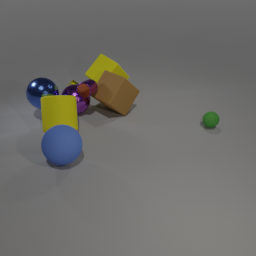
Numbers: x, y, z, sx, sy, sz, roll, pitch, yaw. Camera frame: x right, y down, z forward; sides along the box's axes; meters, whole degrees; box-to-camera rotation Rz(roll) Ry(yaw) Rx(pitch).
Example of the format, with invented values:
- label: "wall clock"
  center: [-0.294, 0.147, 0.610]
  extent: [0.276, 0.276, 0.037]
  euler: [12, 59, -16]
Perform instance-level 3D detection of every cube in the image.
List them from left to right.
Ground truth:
- label: "cube"
  center: [-1.086, -2.749, 14.715]
  extent: [1.400, 1.400, 1.400]
  euler: [38, 90, 33]
- label: "cube"
  center: [-0.600, -1.637, 13.140]
  extent: [1.400, 1.400, 1.400]
  euler: [28, -3, 38]

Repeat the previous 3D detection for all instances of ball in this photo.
- label: "ball"
  center: [-3.774, -1.529, 12.389]
  extent: [1.400, 1.400, 1.400]
  euler: [0, 31, 0]
- label: "ball"
  center: [-2.290, 0.580, 9.737]
  extent: [1.400, 1.400, 1.400]
  euler: [0, 31, 0]
- label: "ball"
  center: [-2.470, -1.345, 13.170]
  extent: [1.400, 1.400, 1.400]
  euler: [0, 31, 0]
- label: "ball"
  center: [3.598, -0.368, 12.132]
  extent: [0.700, 0.700, 0.700]
  euler: [0, 31, 0]

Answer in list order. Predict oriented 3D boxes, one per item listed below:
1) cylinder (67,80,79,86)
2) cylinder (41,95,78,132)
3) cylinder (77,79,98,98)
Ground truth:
- label: "cylinder"
  center: [-2.840, -2.088, 14.865]
  extent: [0.700, 0.700, 0.700]
  euler: [36, 19, -25]
- label: "cylinder"
  center: [-2.787, -0.564, 11.417]
  extent: [1.400, 1.400, 1.400]
  euler: [-3, 1, 0]
- label: "cylinder"
  center: [-1.805, -1.757, 12.442]
  extent: [0.700, 0.700, 0.700]
  euler: [12, 26, 19]
